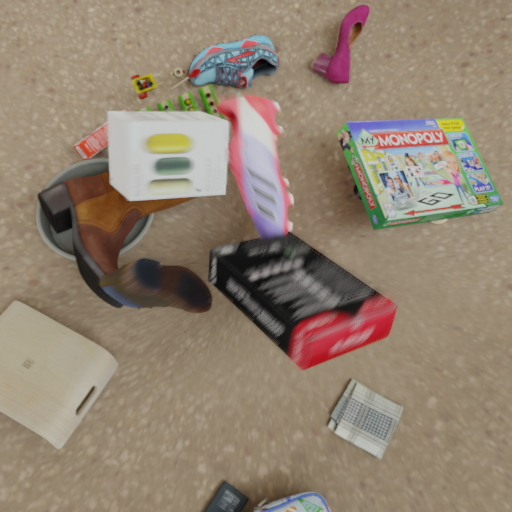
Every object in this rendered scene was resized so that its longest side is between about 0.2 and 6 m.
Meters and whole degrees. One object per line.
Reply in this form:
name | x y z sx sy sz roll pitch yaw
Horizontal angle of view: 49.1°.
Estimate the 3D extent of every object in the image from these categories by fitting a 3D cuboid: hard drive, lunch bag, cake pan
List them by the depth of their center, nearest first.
lunch bag | 0.625 5.004 9.069 1.744 0.822 2.177 -19 68 -6
hard drive | -0.554 4.394 9.703 0.538 0.127 0.771 32 70 13
cake pan | -3.359 -0.929 11.917 2.475 0.454 2.475 0 66 0

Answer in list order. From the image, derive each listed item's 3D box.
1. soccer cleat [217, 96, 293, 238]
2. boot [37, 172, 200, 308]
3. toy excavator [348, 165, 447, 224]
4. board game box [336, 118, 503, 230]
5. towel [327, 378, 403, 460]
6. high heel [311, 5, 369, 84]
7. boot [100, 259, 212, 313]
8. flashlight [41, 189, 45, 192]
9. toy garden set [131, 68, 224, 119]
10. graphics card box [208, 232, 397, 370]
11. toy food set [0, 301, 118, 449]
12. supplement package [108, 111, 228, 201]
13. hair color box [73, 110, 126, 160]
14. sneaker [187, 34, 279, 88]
soccer cleat | -0.037 -1.613 11.068 1.240 1.082 3.243 -4 79 -10
boot | -2.324 -0.727 11.377 3.110 1.065 2.928 -27 65 -27
toy excavator | 3.165 -1.609 12.045 1.960 0.979 1.906 -3 67 -11
board game box | 3.401 -1.771 11.530 3.254 0.474 2.190 -10 72 -28
towel | 2.008 2.971 10.309 1.130 0.195 1.088 28 69 12
high heel | 2.381 -5.116 13.634 1.075 0.754 2.236 33 84 24
boot | -1.666 0.558 9.532 0.956 1.973 0.737 -12 63 35
flashlight | -3.702 -1.321 11.881 1.552 0.527 0.525 -18 52 -26
toy garden set | -1.846 -3.580 12.762 1.849 0.369 1.542 -23 98 -9
graphics card box | 0.634 0.579 9.072 1.752 0.710 2.792 -15 35 -32
toy food set | -4.165 2.158 10.469 2.581 0.780 1.852 26 57 10
supplement package | -1.665 -1.911 10.476 1.861 1.412 1.402 -7 23 -28
hair color box | -3.402 -2.703 12.533 1.310 0.726 0.419 -41 112 -17
sneaker | -0.499 -4.467 13.277 2.284 0.906 1.091 -23 70 -10
